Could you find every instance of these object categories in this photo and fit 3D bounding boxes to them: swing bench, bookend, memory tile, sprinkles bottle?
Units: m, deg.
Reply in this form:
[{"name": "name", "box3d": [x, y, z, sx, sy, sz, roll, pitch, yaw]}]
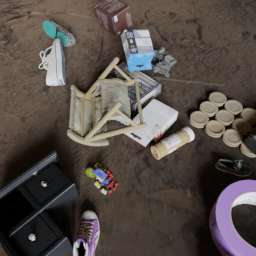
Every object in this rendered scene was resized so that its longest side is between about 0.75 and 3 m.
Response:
[{"name": "swing bench", "box3d": [-0.882, -0.861, 10.752, 2.554, 1.657, 2.540, -27, 47, 26]}, {"name": "bookend", "box3d": [-2.413, 2.606, 8.346, 2.773, 1.285, 2.790, -37, 60, -26]}, {"name": "memory tile", "box3d": [4.222, -0.225, 11.312, 2.999, 0.252, 2.298, 33, 58, 23]}, {"name": "sprinkles bottle", "box3d": [1.666, 0.549, 10.466, 1.698, 0.579, 0.579, -27, 56, -20]}]

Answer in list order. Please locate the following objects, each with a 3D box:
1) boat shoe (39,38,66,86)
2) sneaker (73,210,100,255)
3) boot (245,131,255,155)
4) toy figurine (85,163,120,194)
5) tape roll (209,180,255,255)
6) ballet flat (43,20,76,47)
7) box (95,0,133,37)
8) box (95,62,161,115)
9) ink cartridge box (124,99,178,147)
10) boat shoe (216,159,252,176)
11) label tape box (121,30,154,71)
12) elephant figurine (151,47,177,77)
[{"name": "boat shoe", "box3d": [-3.639, -3.093, 13.244, 1.209, 1.047, 2.835, -9, 61, -3]}, {"name": "sneaker", "box3d": [-1.199, 3.122, 8.094, 0.663, 1.043, 1.829, -2, 50, 0]}, {"name": "boot", "box3d": [5.813, 0.672, 10.046, 2.623, 0.960, 1.975, 38, 62, 24]}, {"name": "toy figurine", "box3d": [-0.908, 1.531, 9.536, 0.698, 0.793, 1.323, -35, 60, -25]}, {"name": "tape roll", "box3d": [3.855, 2.910, 8.377, 2.630, 0.863, 2.630, 0, 52, 0]}, {"name": "ballet flat", "box3d": [-3.611, -5.024, 14.970, 0.874, 0.874, 2.429, -35, 59, -25]}, {"name": "box", "box3d": [-0.752, -6.097, 15.298, 1.256, 1.269, 1.530, -40, 61, -16]}, {"name": "box", "box3d": [-0.002, -1.828, 12.400, 2.325, 0.562, 1.841, 36, 60, 26]}, {"name": "ink cartridge box", "box3d": [0.868, -0.118, 11.039, 1.195, 0.552, 2.193, 32, 59, 23]}, {"name": "boat shoe", "box3d": [3.779, 1.359, 9.931, 1.253, 0.387, 0.469, 15, 53, 12]}, {"name": "label tape box", "box3d": [0.471, -3.373, 12.101, 1.190, 0.522, 1.651, -11, 83, -24]}, {"name": "elephant figurine", "box3d": [1.673, -2.880, 12.984, 1.232, 1.124, 1.588, -21, 46, 3]}]
